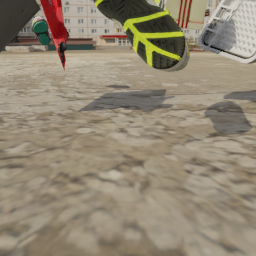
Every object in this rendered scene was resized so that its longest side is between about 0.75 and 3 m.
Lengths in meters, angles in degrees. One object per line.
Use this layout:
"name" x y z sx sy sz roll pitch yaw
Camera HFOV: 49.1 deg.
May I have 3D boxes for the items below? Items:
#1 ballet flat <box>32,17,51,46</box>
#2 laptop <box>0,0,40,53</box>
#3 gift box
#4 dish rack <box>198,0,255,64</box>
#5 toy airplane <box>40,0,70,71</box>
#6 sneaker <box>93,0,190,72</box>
"ballet flat" -3.161 -3.643 10.195 0.587 0.604 1.697 -13 -10 -8
"laptop" -2.927 -2.940 7.113 1.944 1.203 2.076 -35 20 21
"gift box" 1.599 -3.349 7.349 1.191 1.205 1.291 14 56 11
"dish rack" 3.319 -2.896 8.062 0.514 2.026 2.361 23 14 -37
"toy airplane" -1.672 -2.493 6.670 0.412 2.242 2.242 -13 19 -6
"sneaker" 0.179 -2.073 5.143 1.025 2.718 1.039 -32 -16 18
